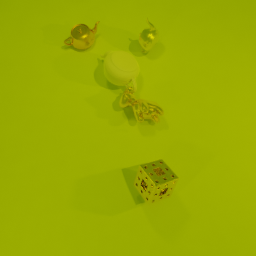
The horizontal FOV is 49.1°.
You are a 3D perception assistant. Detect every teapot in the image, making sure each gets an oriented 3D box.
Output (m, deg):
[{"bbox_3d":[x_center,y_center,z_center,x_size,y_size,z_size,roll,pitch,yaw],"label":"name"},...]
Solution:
[{"bbox_3d":[-1.471,-3.038,9.110,1.346,0.659,0.837,-29,69,-6],"label":"teapot"},{"bbox_3d":[0.620,-2.861,8.808,0.578,1.181,0.734,29,50,13],"label":"teapot"},{"bbox_3d":[-0.282,-1.792,8.496,1.106,0.871,1.779,-26,72,-35],"label":"teapot"}]

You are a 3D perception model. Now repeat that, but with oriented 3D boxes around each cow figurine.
[{"bbox_3d":[0.361,-0.665,8.136,1.193,0.655,1.174,6,37,-27],"label":"cow figurine"}]

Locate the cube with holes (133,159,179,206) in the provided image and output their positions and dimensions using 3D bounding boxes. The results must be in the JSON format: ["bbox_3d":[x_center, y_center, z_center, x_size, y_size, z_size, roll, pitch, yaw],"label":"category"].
[{"bbox_3d":[0.684,1.335,6.993,0.714,0.714,0.714,-12,43,-31],"label":"cube with holes"}]
